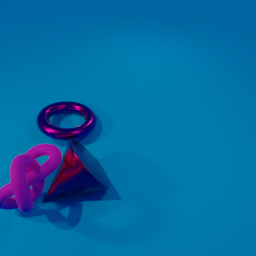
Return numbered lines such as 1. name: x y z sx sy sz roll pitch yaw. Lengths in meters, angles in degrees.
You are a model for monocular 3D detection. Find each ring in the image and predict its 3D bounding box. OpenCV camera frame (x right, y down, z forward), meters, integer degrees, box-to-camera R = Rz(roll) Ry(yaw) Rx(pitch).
1. ring: -1.883 -0.257 8.676 1.823 0.365 1.823 6 37 -4

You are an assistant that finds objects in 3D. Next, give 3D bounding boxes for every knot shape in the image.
1. knot shape: -2.383 1.287 6.526 0.872 1.766 1.888 32 24 -8

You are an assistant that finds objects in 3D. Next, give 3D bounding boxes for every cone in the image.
1. cone: -1.543 1.378 7.116 1.576 1.571 1.571 -39 54 2
